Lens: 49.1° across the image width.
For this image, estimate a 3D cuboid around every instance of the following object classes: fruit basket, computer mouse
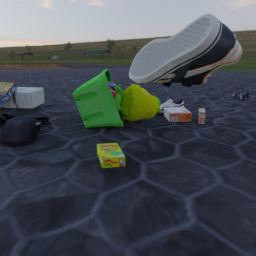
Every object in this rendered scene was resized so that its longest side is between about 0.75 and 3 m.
[{"bbox_3d":[-0.312,-1.149,10.517,3.077,2.219,3.077,-17,15,5],"label":"fruit basket"},{"bbox_3d":[-3.758,-0.144,9.010,2.017,0.661,2.872,0,15,-3],"label":"computer mouse"}]

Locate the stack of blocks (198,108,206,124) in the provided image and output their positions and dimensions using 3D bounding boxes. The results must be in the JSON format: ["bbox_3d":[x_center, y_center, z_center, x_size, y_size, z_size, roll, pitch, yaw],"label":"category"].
[{"bbox_3d":[2.793,-0.457,10.607,0.223,0.439,0.762,3,15,12],"label":"stack of blocks"}]

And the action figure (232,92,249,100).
[{"bbox_3d":[6.366,-1.844,15.975,0.730,0.389,1.122,-10,13,-9],"label":"action figure"}]

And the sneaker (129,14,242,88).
[{"bbox_3d":[1.176,-1.485,6.462,1.173,1.159,2.955,23,-13,-28],"label":"sneaker"}]

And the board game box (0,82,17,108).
[{"bbox_3d":[-6.006,-1.366,12.413,1.313,0.335,1.937,6,44,13],"label":"board game box"}]

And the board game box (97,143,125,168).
[{"bbox_3d":[-0.432,0.648,6.828,0.538,0.252,1.059,-3,15,-12],"label":"board game box"}]

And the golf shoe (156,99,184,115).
[{"bbox_3d":[1.653,-0.911,11.880,1.458,0.671,0.529,-2,16,-4],"label":"golf shoe"}]

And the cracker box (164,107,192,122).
[{"bbox_3d":[1.938,-0.543,11.061,0.849,0.366,1.268,-1,16,-3],"label":"cracker box"}]

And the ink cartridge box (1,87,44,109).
[{"bbox_3d":[-5.271,-1.496,13.663,1.961,0.815,1.438,2,18,8],"label":"ink cartridge box"}]
